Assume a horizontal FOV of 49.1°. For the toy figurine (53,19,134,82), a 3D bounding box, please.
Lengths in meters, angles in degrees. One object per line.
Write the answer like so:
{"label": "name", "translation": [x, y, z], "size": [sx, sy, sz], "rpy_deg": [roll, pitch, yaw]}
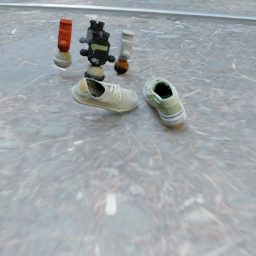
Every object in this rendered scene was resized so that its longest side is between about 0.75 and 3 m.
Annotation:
{"label": "toy figurine", "translation": [-1.302, -3.074, 11.132], "size": [2.750, 1.913, 2.707], "rpy_deg": [26, 30, 25]}

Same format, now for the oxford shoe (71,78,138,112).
{"label": "oxford shoe", "translation": [-0.534, -1.005, 8.435], "size": [2.364, 0.683, 0.889], "rpy_deg": [5, 57, -39]}

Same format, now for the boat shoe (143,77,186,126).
{"label": "boat shoe", "translation": [1.112, -1.122, 8.815], "size": [1.039, 0.895, 2.887], "rpy_deg": [-20, 30, -2]}
